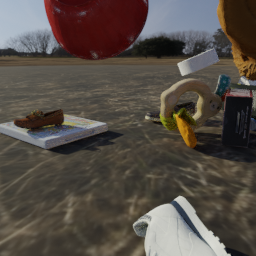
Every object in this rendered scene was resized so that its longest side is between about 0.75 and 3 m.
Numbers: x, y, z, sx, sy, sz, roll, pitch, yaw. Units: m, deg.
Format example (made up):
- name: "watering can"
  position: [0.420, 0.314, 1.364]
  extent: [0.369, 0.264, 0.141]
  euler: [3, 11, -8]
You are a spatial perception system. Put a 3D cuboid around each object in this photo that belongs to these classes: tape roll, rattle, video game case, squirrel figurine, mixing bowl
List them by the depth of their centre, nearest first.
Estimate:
- name: "mixing bowl"
  position: [-0.475, -1.592, 3.357]
  extent: [1.367, 1.367, 0.740]
  euler: [3, -5, 12]
- name: "squirrel figurine"
  position: [2.399, -2.437, 4.944]
  extent: [2.023, 2.859, 2.668]
  euler: [-9, 55, 11]
- name: "rattle"
  position: [1.979, -0.498, 6.607]
  extent: [2.209, 1.438, 1.578]
  euler: [-10, 10, -15]
- name: "video game case"
  position: [-1.921, -0.009, 7.202]
  extent: [2.095, 0.240, 1.906]
  euler: [12, 19, 38]
- name: "tape roll"
  position: [2.517, -2.365, 10.089]
  extent: [1.407, 0.492, 1.407]
  euler: [-23, 9, 4]

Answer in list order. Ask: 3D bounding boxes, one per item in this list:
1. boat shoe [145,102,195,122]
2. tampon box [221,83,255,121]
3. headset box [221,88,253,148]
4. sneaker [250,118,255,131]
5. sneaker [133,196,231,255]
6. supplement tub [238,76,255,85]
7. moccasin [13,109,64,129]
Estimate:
- name: "boat shoe"
  position: [1.307, -0.519, 8.500]
  extent: [1.690, 0.548, 0.608]
  euler: [-5, 16, -20]
- name: "tampon box"
  position: [3.597, -0.693, 8.012]
  extent: [1.010, 0.851, 1.347]
  euler: [18, 4, -30]
- name: "headset box"
  position: [2.531, -0.272, 6.482]
  extent: [0.584, 1.125, 1.512]
  euler: [5, 15, 20]
- name: "sneaker"
  position: [3.273, -0.159, 7.626]
  extent: [0.361, 0.325, 0.878]
  euler: [-3, 16, -18]
- name: "sneaker"
  position: [0.507, 1.181, 2.435]
  extent: [0.608, 0.577, 1.510]
  euler: [-16, 14, -9]
- name: "supplement tub"
  position: [4.866, -1.213, 9.474]
  extent: [1.905, 1.385, 1.385]
  euler: [-2, 15, -5]
- name: "moccasin"
  position: [-2.115, -0.247, 6.726]
  extent: [1.226, 0.473, 0.449]
  euler: [-10, 18, -33]
